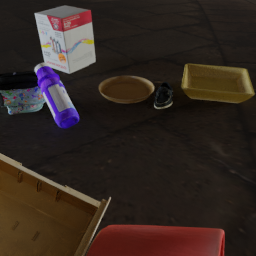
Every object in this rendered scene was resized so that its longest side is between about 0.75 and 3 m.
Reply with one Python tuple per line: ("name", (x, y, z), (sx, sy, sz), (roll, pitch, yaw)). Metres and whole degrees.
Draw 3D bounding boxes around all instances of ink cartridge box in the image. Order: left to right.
("ink cartridge box", (-2.736, -3.980, 12.585), (1.763, 2.427, 1.755), (23, 43, 31))

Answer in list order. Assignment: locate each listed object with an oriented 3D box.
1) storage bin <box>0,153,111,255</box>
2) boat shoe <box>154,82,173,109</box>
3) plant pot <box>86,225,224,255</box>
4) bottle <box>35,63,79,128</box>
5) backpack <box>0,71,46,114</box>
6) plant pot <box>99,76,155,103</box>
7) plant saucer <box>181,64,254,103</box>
("storage bin", (-1.966, 1.606, 4.155), (2.656, 1.245, 2.636), (25, 42, 4))
("boat shoe", (1.247, -1.183, 9.723), (0.648, 0.575, 1.735), (-3, 25, 22))
("plant pot", (0.366, 2.236, 3.913), (1.722, 1.946, 1.946), (4, 32, 24))
("bottle", (-2.221, -1.031, 8.582), (0.688, 0.880, 2.108), (-28, 74, -5))
("backpack", (-3.444, -1.277, 9.499), (1.717, 1.293, 1.524), (-13, 36, -4))
("plant pot", (-0.054, -1.455, 10.705), (2.124, 0.292, 2.124), (1, 33, 0))
("plant saucer", (3.348, -1.689, 10.777), (2.478, 0.600, 2.477), (7, 35, 11))
